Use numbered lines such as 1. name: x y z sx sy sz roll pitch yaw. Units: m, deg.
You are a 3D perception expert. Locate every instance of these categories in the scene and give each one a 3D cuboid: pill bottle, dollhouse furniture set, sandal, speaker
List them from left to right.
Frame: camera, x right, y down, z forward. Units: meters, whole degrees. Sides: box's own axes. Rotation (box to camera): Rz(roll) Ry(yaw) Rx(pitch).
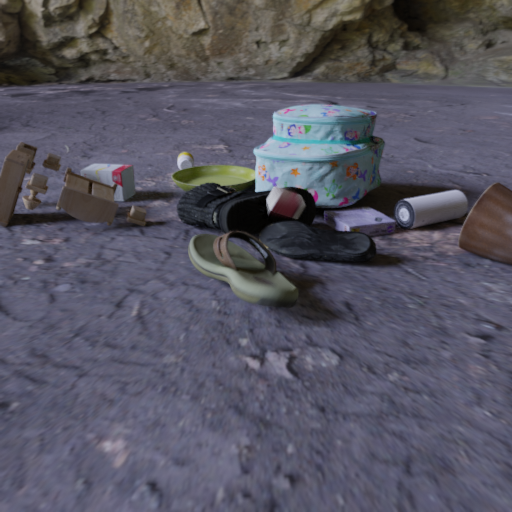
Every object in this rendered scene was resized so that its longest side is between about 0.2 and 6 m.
1. dollhouse furniture set: -4.384 -1.200 13.272 3.174 1.550 2.707 18 17 -20
2. pill bottle: -2.191 -2.909 17.452 0.510 0.510 0.916 -3 23 -7
3. sandal: -0.173 0.050 9.308 1.157 0.831 2.913 -2 17 -31
4. speaker: 3.959 -1.049 12.635 1.664 0.676 0.676 -12 25 -27

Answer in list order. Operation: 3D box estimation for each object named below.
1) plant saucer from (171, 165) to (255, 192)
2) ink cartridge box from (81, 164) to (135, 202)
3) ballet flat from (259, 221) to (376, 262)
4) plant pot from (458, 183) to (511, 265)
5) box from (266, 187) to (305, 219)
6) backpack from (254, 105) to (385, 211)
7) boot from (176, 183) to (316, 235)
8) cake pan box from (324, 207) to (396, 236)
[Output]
1. plant saucer: -1.141 -2.093 15.615 2.410 0.374 2.410 0 23 0
2. ink cartridge box: -3.837 -1.916 14.566 1.119 0.813 0.810 4 22 10
3. ballet flat: 1.143 -0.181 10.821 2.338 0.664 0.777 9 68 23
4. plant pot: 4.825 -0.393 10.376 1.523 1.423 1.423 35 38 31
5. box: 0.540 -0.960 10.154 0.587 0.320 0.376 15 34 -25
6. backpack: 1.515 -2.394 13.802 2.978 2.525 3.354 10 29 24
7. boot: -0.202 -1.073 12.259 2.638 0.993 1.972 -6 14 -36
8. cake pan box: 2.257 -0.762 12.393 1.151 0.327 1.250 -6 23 -21
